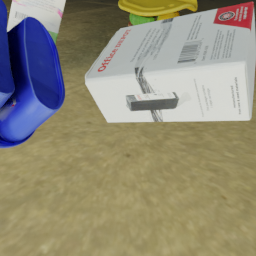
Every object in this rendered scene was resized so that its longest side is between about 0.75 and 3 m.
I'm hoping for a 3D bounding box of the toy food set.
[{"bbox_3d":[0.660,-3.139,7.583,1.644,0.913,2.794,-27,41,-14],"label":"toy food set"}]

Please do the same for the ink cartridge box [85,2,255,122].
[{"bbox_3d":[0.750,-1.004,4.573,2.372,0.993,1.711,0,45,28],"label":"ink cartridge box"}]

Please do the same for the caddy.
[{"bbox_3d":[-2.147,-0.924,4.619,1.789,1.328,2.530,20,46,-50],"label":"caddy"}]

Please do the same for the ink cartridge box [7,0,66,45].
[{"bbox_3d":[-2.559,-3.672,8.103,1.381,2.359,0.794,12,13,-23],"label":"ink cartridge box"}]
